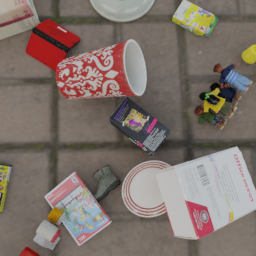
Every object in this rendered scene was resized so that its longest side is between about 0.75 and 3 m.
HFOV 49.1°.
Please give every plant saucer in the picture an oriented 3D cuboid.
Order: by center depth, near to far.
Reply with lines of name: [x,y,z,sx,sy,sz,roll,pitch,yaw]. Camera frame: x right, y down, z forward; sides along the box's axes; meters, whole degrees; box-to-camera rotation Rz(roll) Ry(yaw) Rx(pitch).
plant saucer: [-0.232,-5.779,11.298,2.871,0.720,2.871,0,84,-1]

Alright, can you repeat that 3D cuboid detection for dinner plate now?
dinner plate: [0.838,2.191,10.147,2.184,0.265,2.184,-2,102,-12]

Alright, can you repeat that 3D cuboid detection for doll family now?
doll family: [3.494,-1.278,10.618,1.506,1.023,2.606,32,78,9]

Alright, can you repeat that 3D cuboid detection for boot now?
boot: [-1.031,2.099,10.406,1.407,0.476,0.919,-39,73,-6]

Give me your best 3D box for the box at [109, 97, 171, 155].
box: [0.406,-0.027,10.246,2.016,1.232,1.069,39,83,5]

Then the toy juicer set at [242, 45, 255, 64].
toy juicer set: [5.931,-2.327,10.925,1.802,0.771,2.832,-37,80,-23]

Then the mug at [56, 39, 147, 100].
mug: [-0.845,-1.866,10.137,2.791,2.478,1.862,-5,85,24]

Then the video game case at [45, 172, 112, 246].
video game case: [-1.829,2.911,10.095,1.573,0.192,2.200,-40,83,14]

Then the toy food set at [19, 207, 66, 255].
toy food set: [-2.812,4.292,9.556,1.287,1.366,2.861,33,85,3]

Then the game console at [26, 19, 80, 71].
game console: [-3.014,-3.344,11.286,1.675,0.994,1.444,32,52,4]

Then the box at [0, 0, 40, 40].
box: [-5.107,-4.603,10.779,2.753,1.500,1.760,-21,82,-3]

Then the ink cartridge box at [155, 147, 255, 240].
ink cartridge box: [2.650,2.060,9.281,2.981,1.276,2.200,-10,78,-32]

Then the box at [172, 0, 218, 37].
box: [2.718,-4.394,11.328,1.630,0.394,0.956,31,82,7]

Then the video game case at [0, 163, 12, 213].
video game case: [-5.476,2.111,10.437,1.965,0.251,1.775,8,82,2]
